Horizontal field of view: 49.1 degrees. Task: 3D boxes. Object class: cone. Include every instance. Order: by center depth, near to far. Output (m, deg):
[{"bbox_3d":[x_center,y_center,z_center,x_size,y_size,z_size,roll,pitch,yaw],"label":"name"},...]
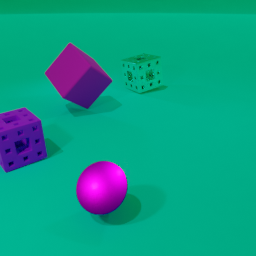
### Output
[{"bbox_3d":[-0.355,1.171,5.148,0.917,0.920,0.917,-5,66,11],"label":"cone"}]

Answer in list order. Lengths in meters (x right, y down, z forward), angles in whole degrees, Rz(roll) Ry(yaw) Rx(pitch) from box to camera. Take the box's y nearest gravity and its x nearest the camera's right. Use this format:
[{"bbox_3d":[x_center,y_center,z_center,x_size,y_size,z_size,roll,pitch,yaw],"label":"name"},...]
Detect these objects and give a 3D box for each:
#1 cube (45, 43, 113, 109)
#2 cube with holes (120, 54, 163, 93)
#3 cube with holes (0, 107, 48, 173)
[{"bbox_3d":[-1.657,-1.724,9.488,1.375,1.375,1.375,50,13,28],"label":"cube"},{"bbox_3d":[0.594,-2.363,11.947,1.230,1.230,1.230,-22,29,-25],"label":"cube with holes"},{"bbox_3d":[-2.680,0.240,6.694,1.012,1.012,1.012,-21,33,-33],"label":"cube with holes"}]
